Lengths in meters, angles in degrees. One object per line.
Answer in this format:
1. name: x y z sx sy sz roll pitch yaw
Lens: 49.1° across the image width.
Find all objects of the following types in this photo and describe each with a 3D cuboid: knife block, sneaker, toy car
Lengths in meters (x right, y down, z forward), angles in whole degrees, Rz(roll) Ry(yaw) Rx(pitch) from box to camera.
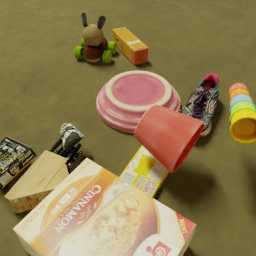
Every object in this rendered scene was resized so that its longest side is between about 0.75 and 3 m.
1. knife block: -2.037 1.022 7.044 1.965 0.629 1.725 -13 48 -16
2. sneaker: 2.210 -0.720 8.626 1.013 0.939 2.514 15 48 15
3. toy car: -1.304 -3.613 10.933 1.447 1.762 1.390 10 47 9
4. sneaker: -1.487 0.180 6.980 0.506 1.367 0.605 -41 95 -3

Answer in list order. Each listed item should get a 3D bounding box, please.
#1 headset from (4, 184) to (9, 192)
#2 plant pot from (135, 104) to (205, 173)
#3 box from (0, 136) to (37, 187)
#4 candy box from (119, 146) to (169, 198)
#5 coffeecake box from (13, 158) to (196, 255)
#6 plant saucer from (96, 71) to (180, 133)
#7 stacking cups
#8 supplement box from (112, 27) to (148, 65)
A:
1. headset: -3.484 1.462 6.701 1.111 0.686 0.522 -15 65 -42
2. plant pot: 0.935 0.157 6.723 1.246 1.408 1.408 33 53 19
3. box: -3.129 0.804 7.128 1.371 0.338 1.095 14 53 41
4. candy box: 0.489 1.114 7.264 0.997 0.258 1.950 24 50 19
5. coffeecake box: -0.433 2.205 5.628 2.800 1.023 2.149 27 51 24
6. plant saucer: 0.338 -1.010 9.090 2.765 0.701 2.765 0 46 0
7. stacking cups: 2.497 -0.428 6.025 0.609 0.609 2.013 13 32 12
8. supplement box: 0.055 -3.418 11.515 0.700 0.677 2.035 -21 49 -20
